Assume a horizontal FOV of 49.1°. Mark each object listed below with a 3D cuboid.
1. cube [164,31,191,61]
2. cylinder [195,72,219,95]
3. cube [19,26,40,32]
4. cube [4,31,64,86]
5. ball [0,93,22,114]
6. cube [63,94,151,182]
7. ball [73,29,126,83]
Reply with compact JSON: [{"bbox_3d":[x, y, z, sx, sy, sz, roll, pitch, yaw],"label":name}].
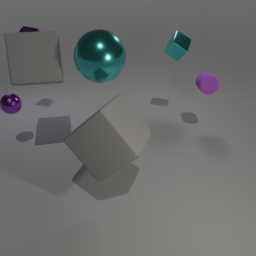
[{"bbox_3d":[1.920,-3.173,10.866,0.700,0.700,0.700,28,59,-12],"label":"cube"},{"bbox_3d":[2.967,-1.688,10.537,0.700,0.700,0.700,-1,23,-1],"label":"cylinder"},{"bbox_3d":[-3.690,-3.293,10.552,0.700,0.700,0.700,14,62,13],"label":"cube"},{"bbox_3d":[-2.718,-2.020,8.362,1.400,1.400,1.400,-6,9,-11],"label":"cube"},{"bbox_3d":[-3.919,-0.812,9.379,0.700,0.700,0.700,0,31,0],"label":"ball"},{"bbox_3d":[-0.472,0.221,7.176,1.400,1.400,1.400,-36,8,27],"label":"cube"},{"bbox_3d":[-0.750,-1.908,7.516,1.400,1.400,1.400,0,31,0],"label":"ball"}]
